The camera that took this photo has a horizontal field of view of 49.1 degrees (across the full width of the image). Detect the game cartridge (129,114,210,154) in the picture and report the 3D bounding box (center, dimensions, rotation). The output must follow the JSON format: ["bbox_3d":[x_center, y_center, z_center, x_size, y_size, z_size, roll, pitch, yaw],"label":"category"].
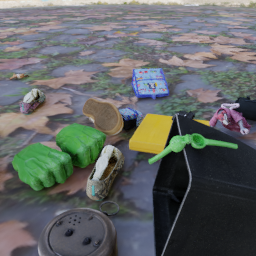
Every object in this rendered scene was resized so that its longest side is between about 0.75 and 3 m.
[{"bbox_3d":[1.443,0.219,8.951,2.282,0.420,2.589,8,23,14],"label":"game cartridge"}]

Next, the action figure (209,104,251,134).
[{"bbox_3d":[3.341,-0.369,9.088,1.256,1.396,1.875,-3,-13,37],"label":"action figure"}]

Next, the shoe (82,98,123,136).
[{"bbox_3d":[-0.760,-0.391,9.702,0.754,0.987,2.823,33,2,-32],"label":"shoe"}]

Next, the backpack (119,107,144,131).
[{"bbox_3d":[0.145,-0.384,10.149,0.910,0.613,0.831,-15,32,-27],"label":"backpack"}]

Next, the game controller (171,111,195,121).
[{"bbox_3d":[1.948,-0.388,9.816,0.650,0.263,1.247,1,14,22],"label":"game controller"}]

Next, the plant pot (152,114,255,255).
[{"bbox_3d":[1.734,1.371,5.690,2.028,2.286,2.281,12,29,-3],"label":"plant pot"}]

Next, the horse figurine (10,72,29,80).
[{"bbox_3d":[-5.675,-2.728,14.635,0.920,0.230,0.610,-2,30,-4],"label":"horse figurine"}]

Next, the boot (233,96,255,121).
[{"bbox_3d":[4.734,-0.463,10.018,1.938,0.875,2.365,18,27,25],"label":"boot"}]

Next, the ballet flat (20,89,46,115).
[{"bbox_3d":[-3.895,-1.213,11.542,0.643,0.662,1.859,4,30,7],"label":"ballet flat"}]

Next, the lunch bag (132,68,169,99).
[{"bbox_3d":[1.001,-1.877,12.755,1.411,0.882,1.875,-3,42,-7],"label":"lunch bag"}]

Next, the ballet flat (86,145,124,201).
[{"bbox_3d":[-0.556,0.973,7.547,0.738,0.819,2.176,7,30,11],"label":"ballet flat"}]

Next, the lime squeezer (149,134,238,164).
[{"bbox_3d":[1.108,0.352,4.966,1.622,0.573,0.306,-12,33,12],"label":"lime squeezer"}]

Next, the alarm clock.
[{"bbox_3d":[-0.852,2.156,5.641,1.497,0.739,2.220,15,30,25],"label":"alarm clock"}]

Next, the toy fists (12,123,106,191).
[{"bbox_3d":[-1.765,0.770,7.858,1.363,0.920,2.675,17,34,38],"label":"toy fists"}]
